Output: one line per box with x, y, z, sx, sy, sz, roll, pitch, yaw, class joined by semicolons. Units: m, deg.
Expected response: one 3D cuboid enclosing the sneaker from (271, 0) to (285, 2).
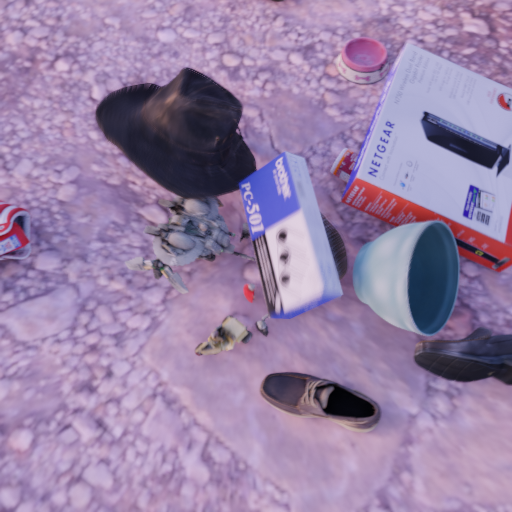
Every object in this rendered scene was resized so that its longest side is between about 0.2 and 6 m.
0.020;-6.923;13.711;2.335;0.884;1.023;30;48;13;sneaker

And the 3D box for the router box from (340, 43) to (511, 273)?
3.630;-1.893;10.413;3.185;0.867;3.548;24;63;-1;router box

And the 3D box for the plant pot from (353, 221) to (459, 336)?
2.360;0.328;9.152;1.214;1.812;1.812;3;54;44;plant pot

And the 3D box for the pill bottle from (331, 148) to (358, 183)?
1.998;-1.583;10.750;1.023;0.561;0.561;32;66;8;pill bottle

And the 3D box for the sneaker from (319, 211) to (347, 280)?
1.103;-0.341;9.994;0.655;0.702;1.859;-25;71;2;sneaker

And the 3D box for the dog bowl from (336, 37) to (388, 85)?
2.374;-4.355;12.385;1.161;0.428;1.161;0;62;0;dog bowl

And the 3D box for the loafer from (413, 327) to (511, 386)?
3.589;1.546;8.978;2.239;0.815;0.809;9;55;-7;loafer

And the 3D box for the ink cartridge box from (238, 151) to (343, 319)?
0.519;-0.345;9.415;0.564;1.198;2.549;10;59;-45;ink cartridge box

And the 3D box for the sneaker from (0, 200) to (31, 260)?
-4.930;0.051;9.670;1.467;0.929;2.608;13;60;11;sneaker

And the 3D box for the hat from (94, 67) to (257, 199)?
-1.100;-2.499;10.015;3.252;1.312;3.252;23;40;-20;hat

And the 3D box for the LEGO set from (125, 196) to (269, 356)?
-0.910;-0.067;9.671;2.279;0.994;3.509;-35;66;-20;LEGO set

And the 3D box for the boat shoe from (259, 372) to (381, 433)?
1.005;2.150;8.633;1.923;0.705;0.716;12;62;6;boat shoe
